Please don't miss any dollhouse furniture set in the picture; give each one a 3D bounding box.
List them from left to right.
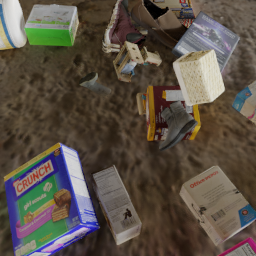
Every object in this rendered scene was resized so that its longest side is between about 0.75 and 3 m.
[{"bbox_3d":[0.404,-2.367,10.569,1.472,1.038,1.032,8,50,-31],"label":"dollhouse furniture set"}]

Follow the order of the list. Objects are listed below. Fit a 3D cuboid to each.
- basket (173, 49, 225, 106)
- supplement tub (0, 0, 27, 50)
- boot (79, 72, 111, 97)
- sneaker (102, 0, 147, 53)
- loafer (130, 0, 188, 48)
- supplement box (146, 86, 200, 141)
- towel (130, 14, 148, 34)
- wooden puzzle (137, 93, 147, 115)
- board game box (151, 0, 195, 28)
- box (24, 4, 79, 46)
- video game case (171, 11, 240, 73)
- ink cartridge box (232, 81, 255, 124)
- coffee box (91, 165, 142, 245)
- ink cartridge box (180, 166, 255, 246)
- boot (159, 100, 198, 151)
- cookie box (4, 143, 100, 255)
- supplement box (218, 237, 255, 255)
[{"bbox_3d":[1.834,-1.296,7.143,0.842,1.242,0.766,-37,23,-33],"label":"basket"},{"bbox_3d":[-5.665,-4.060,10.913,2.866,2.073,2.073,-8,55,-5],"label":"supplement tub"},{"bbox_3d":[-0.974,-1.409,9.297,0.952,1.047,0.380,-9,58,48],"label":"boot"},{"bbox_3d":[0.047,-4.168,11.731,1.664,1.090,2.881,13,66,3],"label":"sneaker"},{"bbox_3d":[1.476,-4.210,11.284,2.936,1.042,1.072,28,66,-4],"label":"loafer"},{"bbox_3d":[1.362,-0.466,8.904,1.498,0.995,1.477,-1,65,0],"label":"supplement box"},{"bbox_3d":[0.317,-4.650,12.395,1.121,0.182,1.526,-1,56,7],"label":"towel"},{"bbox_3d":[0.856,-0.896,9.836,1.025,0.191,0.948,-5,55,-3],"label":"wooden puzzle"},{"bbox_3d":[1.945,-5.472,12.811,1.862,0.569,2.458,0,55,0],"label":"board game box"},{"bbox_3d":[-3.172,-4.367,11.835,1.854,0.896,1.636,2,55,2],"label":"box"},{"bbox_3d":[3.168,-3.332,11.144,2.022,0.268,2.830,34,59,1],"label":"video game case"},{"bbox_3d":[4.554,-0.724,9.414,1.155,0.677,1.599,-33,60,-21],"label":"ink cartridge box"},{"bbox_3d":[-0.341,1.986,7.324,0.695,0.984,1.741,-20,57,-15],"label":"coffee box"},{"bbox_3d":[2.358,2.025,7.467,1.211,0.699,1.658,-24,58,-16],"label":"ink cartridge box"},{"bbox_3d":[1.225,-0.061,8.030,0.944,1.434,0.500,52,26,16],"label":"boot"},{"bbox_3d":[-2.009,1.837,7.096,1.945,0.854,2.274,-32,56,10],"label":"cookie box"},{"bbox_3d":[1.879,3.603,6.016,2.479,1.254,1.281,-21,57,-14],"label":"supplement box"}]
